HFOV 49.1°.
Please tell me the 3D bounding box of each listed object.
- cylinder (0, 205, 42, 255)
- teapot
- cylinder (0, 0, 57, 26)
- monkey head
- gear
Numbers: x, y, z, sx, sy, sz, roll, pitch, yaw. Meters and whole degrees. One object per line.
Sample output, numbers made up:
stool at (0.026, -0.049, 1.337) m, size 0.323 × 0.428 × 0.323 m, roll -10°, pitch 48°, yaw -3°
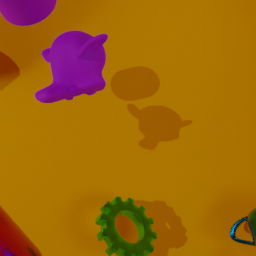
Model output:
cylinder at (-1.691, 1.431, 3.010) m, size 1.125 × 1.125 × 1.125 m, roll -30°, pitch 117°, yaw -7°
teapot at (2.559, 1.710, 4.343) m, size 1.917 × 1.192 × 0.938 m, roll -6°, pitch 65°, yaw 36°
cylinder at (-1.668, -2.209, 4.188) m, size 0.937 × 0.937 × 0.937 m, roll -2°, pitch 68°, yaw 6°
monkey head at (-0.920, -0.935, 4.264) m, size 1.182 × 1.643 × 0.990 m, roll -26°, pitch 112°, yaw -37°
gear at (-0.017, 1.775, 4.947) m, size 1.136 × 0.210 × 1.136 m, roll 24°, pitch 39°, yaw -21°
